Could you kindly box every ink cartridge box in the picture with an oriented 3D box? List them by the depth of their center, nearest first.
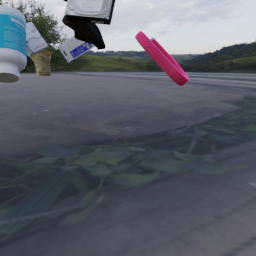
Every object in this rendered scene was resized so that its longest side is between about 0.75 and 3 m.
[{"bbox_3d":[-3.060,-2.770,8.779,0.366,0.874,0.634,-21,18,47],"label":"ink cartridge box"},{"bbox_3d":[-1.750,-2.984,10.045,1.403,0.698,0.275,-28,15,9],"label":"ink cartridge box"}]

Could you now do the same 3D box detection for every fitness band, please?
[{"bbox_3d":[1.094,-2.214,8.846,2.186,0.409,1.570,41,19,-17],"label":"fitness band"}]

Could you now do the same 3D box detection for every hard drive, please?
[{"bbox_3d":[-0.785,-3.151,6.434,1.060,1.518,0.287,9,-12,8],"label":"hard drive"}]

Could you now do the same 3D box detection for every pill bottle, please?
[{"bbox_3d":[-3.231,-2.172,7.428,1.025,1.850,1.025,-6,-14,-2],"label":"pill bottle"}]

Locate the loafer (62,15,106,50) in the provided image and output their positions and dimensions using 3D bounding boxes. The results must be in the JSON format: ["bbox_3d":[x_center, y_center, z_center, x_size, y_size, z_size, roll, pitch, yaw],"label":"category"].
[{"bbox_3d":[-1.333,-2.956,8.506,0.676,0.691,1.894,-27,-29,15],"label":"loafer"}]

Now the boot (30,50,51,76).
[{"bbox_3d":[-3.284,-2.365,9.951,1.198,0.931,0.436,15,39,8],"label":"boot"}]

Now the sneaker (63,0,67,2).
[{"bbox_3d":[-1.757,-4.158,8.773,0.535,0.463,1.291,8,4,44],"label":"sneaker"}]
